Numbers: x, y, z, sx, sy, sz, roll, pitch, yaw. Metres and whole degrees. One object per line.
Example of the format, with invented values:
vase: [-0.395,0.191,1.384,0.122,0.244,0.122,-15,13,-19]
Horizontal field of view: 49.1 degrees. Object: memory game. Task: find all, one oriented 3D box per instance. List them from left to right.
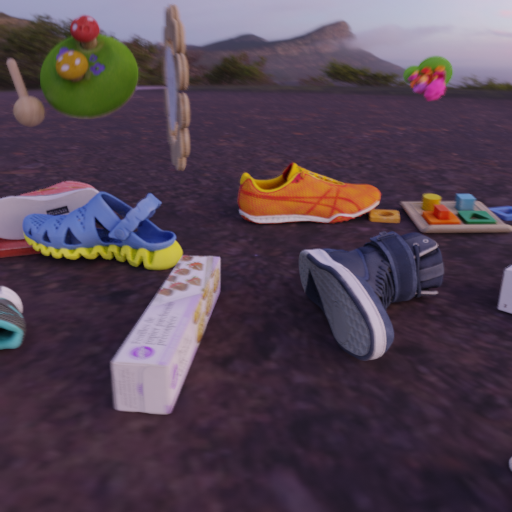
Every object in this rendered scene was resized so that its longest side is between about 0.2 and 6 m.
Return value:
memory game: [-1.316,-2.694,9.120,0.167,2.624,2.624,-5,22,-13]

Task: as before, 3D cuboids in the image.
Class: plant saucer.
plant saucer: [-4.334,-0.254,10.484,1.141,0.209,1.139,-8,23,-19]

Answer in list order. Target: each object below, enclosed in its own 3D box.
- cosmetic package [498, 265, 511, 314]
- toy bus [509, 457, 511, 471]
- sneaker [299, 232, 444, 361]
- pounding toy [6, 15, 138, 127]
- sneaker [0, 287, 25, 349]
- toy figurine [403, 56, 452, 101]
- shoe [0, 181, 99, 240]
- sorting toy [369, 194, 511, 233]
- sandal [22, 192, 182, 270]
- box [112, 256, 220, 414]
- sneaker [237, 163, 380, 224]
cosmetic package: [4.868,0.674,7.403,2.823,0.715,1.165,19,29,39]
toy bus: [2.789,1.864,3.941,1.927,0.995,1.818,12,24,28]
sneaker: [1.832,0.420,7.594,1.966,1.035,2.721,-6,21,-8]
pounding toy: [-3.374,-3.453,10.050,2.353,1.816,1.092,-18,-21,-7]
sneaker: [-3.801,0.958,6.594,2.202,0.854,1.004,-17,31,-34]
toy figurine: [3.783,-3.835,12.420,1.080,0.811,0.994,3,42,17]
shoe: [-4.207,-0.931,11.083,2.300,0.822,1.046,-14,19,-18]
sorting toy: [4.181,-0.965,11.947,3.495,0.476,1.968,-1,21,-1]
sandal: [-2.669,-0.562,9.741,2.820,1.228,1.121,4,23,3]
box: [-1.008,0.817,7.163,0.601,0.644,3.109,2,20,6]
sneaker: [1.202,-1.361,11.993,3.176,1.225,1.159,-4,20,-13]
